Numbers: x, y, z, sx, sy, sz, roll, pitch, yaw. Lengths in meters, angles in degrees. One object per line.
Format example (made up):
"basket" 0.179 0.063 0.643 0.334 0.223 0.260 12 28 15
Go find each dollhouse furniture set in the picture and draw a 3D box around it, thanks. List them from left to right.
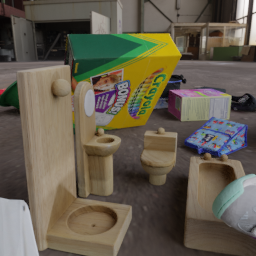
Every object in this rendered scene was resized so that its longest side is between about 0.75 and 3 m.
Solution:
"dollhouse furniture set" 0.435 0.212 4.017 2.675 2.180 2.544 4 17 13

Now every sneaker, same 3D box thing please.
"sneaker" 1.846 1.179 2.675 1.966 0.764 1.375 13 30 -22

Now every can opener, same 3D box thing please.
"can opener" 4.235 -1.005 11.129 0.688 0.853 2.170 -47 29 -11

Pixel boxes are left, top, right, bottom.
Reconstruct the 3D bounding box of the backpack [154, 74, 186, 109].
"backpack" 0.934 -1.630 11.275 2.059 1.587 1.962 -3 28 -28

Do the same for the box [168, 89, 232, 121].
"box" 2.479 -0.855 9.961 1.742 0.842 1.533 -2 17 -7

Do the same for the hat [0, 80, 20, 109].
"hat" -2.920 -0.590 10.148 2.737 2.409 2.267 -34 -2 38

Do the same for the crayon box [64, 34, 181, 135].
"crayon box" -0.371 -1.019 7.261 2.511 2.910 0.848 -7 59 -21

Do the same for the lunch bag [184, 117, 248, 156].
"lunch bag" 2.089 0.311 6.779 1.306 0.614 0.983 -26 30 -32

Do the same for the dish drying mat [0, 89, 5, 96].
"dish drying mat" -5.799 -1.670 13.355 1.126 0.267 2.933 0 12 -8

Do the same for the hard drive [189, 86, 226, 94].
"hard drive" 3.904 -1.808 14.107 1.857 0.305 1.296 -16 23 -43
